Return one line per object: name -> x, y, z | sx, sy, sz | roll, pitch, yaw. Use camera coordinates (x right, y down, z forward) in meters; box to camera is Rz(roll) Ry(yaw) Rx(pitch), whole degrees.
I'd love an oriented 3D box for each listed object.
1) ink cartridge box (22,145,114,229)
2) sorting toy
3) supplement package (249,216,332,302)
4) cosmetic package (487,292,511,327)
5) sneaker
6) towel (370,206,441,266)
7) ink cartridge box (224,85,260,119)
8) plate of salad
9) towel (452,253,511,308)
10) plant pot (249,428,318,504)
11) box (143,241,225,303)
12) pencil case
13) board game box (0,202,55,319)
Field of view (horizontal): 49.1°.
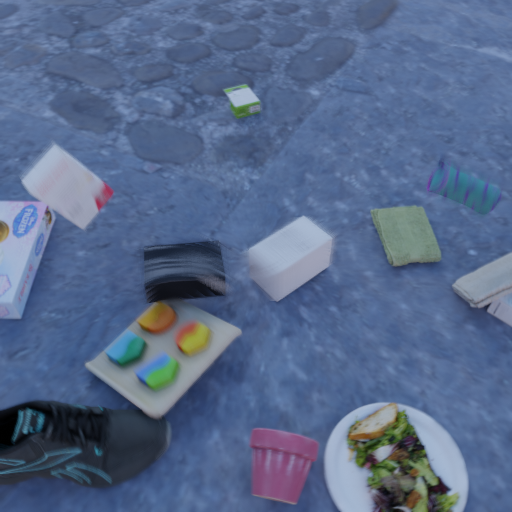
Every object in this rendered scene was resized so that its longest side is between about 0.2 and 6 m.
ink cartridge box -> -3.541, -1.292, 10.620 | 0.982, 1.331, 0.570 | -49, 46, -3
sorting toy -> -1.661, 1.583, 9.849 | 2.018, 0.398, 2.181 | 21, 49, 38
supplement package -> 0.677, 0.040, 11.112 | 1.441, 0.874, 0.863 | -32, 55, -25
cosmetic package -> 5.053, 0.912, 10.678 | 0.845, 0.520, 0.843 | 36, 59, 25
sneaker -> -2.931, 2.848, 8.579 | 3.191, 1.265, 1.203 | -5, 49, -7
towel -> 3.197, -0.460, 11.977 | 1.207, 0.297, 1.627 | -5, 49, -6
ink cartridge box -> -0.387, -4.163, 15.046 | 0.698, 0.358, 0.945 | -18, 51, -14
plate of salad -> 2.180, 3.270, 8.692 | 2.210, 0.531, 2.210 | 1, 50, -1
towel -> 4.630, 0.449, 10.715 | 1.538, 0.265, 1.019 | -27, 19, 4
plant pot -> 0.357, 3.205, 8.505 | 1.045, 1.045, 0.936 | 10, 65, 8
box -> -1.342, 0.279, 10.438 | 1.442, 0.569, 1.018 | -5, 45, -7
pencil case -> 3.809, -1.220, 10.294 | 1.330, 0.566, 0.615 | 19, 7, -20
board game box -> -5.820, 0.001, 11.407 | 2.722, 0.561, 2.729 | 0, 50, 0
